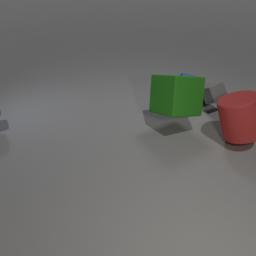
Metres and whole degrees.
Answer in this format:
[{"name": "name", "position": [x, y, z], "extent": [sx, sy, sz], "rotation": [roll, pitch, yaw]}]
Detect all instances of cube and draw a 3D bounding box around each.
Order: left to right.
[{"name": "cube", "position": [1.760, -1.200, 10.195], "extent": [1.400, 1.400, 1.400], "rotation": [-4, 13, -32]}, {"name": "cube", "position": [3.593, -1.457, 11.669], "extent": [0.700, 0.700, 0.700], "rotation": [-24, 8, -14]}]

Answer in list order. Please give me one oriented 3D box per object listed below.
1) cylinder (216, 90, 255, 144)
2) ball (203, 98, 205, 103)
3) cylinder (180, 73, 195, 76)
[{"name": "cylinder", "position": [3.859, -0.381, 9.560], "extent": [1.400, 1.400, 1.400], "rotation": [-16, 22, 7]}, {"name": "ball", "position": [3.275, -1.462, 12.702], "extent": [0.700, 0.700, 0.700], "rotation": [0, 32, 0]}, {"name": "cylinder", "position": [2.918, -2.312, 13.839], "extent": [0.700, 0.700, 0.700], "rotation": [11, 32, -4]}]
